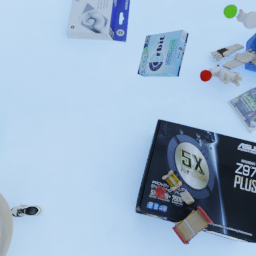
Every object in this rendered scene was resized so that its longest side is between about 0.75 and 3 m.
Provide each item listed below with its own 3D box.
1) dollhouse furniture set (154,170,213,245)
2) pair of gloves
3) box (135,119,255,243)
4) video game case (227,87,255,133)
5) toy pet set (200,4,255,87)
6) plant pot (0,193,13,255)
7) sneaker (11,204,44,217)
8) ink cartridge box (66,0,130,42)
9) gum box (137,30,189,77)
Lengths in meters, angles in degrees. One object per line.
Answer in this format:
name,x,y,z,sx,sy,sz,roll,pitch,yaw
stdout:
dollhouse furniture set,1.166,1.783,6.340,0.774,0.585,1.438,-39,63,3
pair of gloves,3.346,-2.316,8.846,1.089,0.224,1.280,-22,38,-2
box,1.879,1.373,7.318,2.944,1.268,2.411,15,71,5
video game case,3.841,-0.570,8.617,1.073,0.138,1.181,-28,73,-10
toy pet set,3.611,-2.695,8.336,2.680,2.871,1.524,12,29,-9
plant pot,-3.873,2.374,6.543,2.776,1.864,2.776,0,82,2
sneaker,-2.745,2.197,7.496,0.915,0.401,0.346,-5,72,0
ink cartridge box,-0.975,-3.944,9.672,2.010,0.408,2.006,4,70,1
gum box,0.654,-1.424,5.457,0.218,0.978,0.831,13,90,-39
